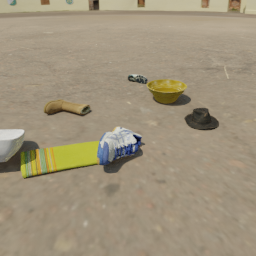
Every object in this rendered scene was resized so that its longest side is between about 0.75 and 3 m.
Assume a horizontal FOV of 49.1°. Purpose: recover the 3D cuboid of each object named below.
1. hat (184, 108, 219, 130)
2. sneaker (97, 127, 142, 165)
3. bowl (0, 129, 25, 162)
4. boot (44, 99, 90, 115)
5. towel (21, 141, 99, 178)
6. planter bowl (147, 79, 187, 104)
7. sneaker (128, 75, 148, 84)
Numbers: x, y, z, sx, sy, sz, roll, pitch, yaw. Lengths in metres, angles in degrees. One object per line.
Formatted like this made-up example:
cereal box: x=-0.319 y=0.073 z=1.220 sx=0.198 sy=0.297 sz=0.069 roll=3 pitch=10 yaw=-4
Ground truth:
hat: x=2.799 y=-0.460 z=10.556 sx=1.380 sy=0.557 sz=1.380 roll=1 pitch=27 yaw=0
sneaker: x=-0.194 y=0.502 z=8.296 sx=0.947 sy=0.809 sz=2.149 roll=14 pitch=24 yaw=14
bowl: x=-4.018 y=0.517 z=8.085 sx=1.926 sy=0.719 sz=1.923 roll=-3 pitch=9 yaw=-11
boot: x=-2.457 y=-0.798 z=11.293 sx=1.442 sy=0.477 sz=1.263 roll=14 pitch=31 yaw=24
towel: x=-1.856 y=0.902 z=8.348 sx=2.529 sy=0.228 sz=1.088 roll=-8 pitch=35 yaw=-17
planter bowl: x=1.695 y=-1.558 z=12.454 sx=1.761 sy=0.734 sz=1.761 roll=0 pitch=27 yaw=0
sneaker: x=0.580 y=-2.682 z=14.932 sx=1.159 sy=0.450 sz=0.500 roll=17 pitch=29 yaw=29
